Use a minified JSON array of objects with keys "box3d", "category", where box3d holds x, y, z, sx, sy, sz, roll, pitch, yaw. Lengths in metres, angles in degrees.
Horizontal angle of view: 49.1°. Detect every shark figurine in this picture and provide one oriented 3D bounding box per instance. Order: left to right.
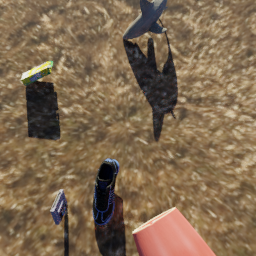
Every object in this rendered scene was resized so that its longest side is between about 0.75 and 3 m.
[{"box3d":[0.742,-4.080,8.996,1.561,1.090,2.612,27,91,42],"category":"shark figurine"}]

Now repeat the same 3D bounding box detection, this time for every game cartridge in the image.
[{"box3d":[-1.904,2.202,7.812,0.162,0.846,0.548,-9,119,11],"category":"game cartridge"}]

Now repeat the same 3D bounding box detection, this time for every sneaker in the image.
[{"box3d":[-0.699,1.807,7.896,0.677,0.752,1.930,7,85,13],"category":"sneaker"}]

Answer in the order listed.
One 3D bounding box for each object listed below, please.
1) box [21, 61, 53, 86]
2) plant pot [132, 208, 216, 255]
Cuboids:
[{"box3d":[-2.867,-1.781,8.992,1.073,0.260,0.630,-26,34,5],"category":"box"},{"box3d":[1.082,3.087,7.128,1.882,1.882,1.665,-28,74,-7],"category":"plant pot"}]
